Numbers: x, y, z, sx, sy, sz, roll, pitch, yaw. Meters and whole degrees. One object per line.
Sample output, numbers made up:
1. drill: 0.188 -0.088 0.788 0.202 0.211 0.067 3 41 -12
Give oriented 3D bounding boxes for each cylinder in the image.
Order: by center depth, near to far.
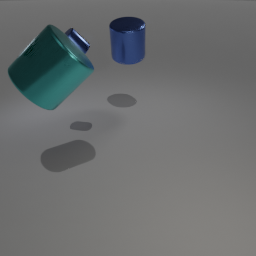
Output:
1. cylinder: -1.748 -1.369 6.466 1.400 1.400 1.400 -41 27 12
2. cylinder: -1.613 -2.453 8.281 0.700 0.700 0.700 -32 37 28
3. cylinder: -0.005 -3.493 11.201 1.400 1.400 1.400 -1 44 1
